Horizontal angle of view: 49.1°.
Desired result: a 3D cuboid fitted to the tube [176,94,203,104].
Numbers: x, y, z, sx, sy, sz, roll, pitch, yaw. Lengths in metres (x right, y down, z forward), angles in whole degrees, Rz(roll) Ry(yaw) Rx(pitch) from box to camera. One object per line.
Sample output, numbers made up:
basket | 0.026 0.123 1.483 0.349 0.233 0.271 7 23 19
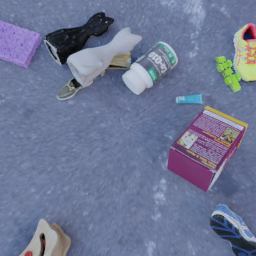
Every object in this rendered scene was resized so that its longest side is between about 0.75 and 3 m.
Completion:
tube | 2.269 -1.054 10.332 0.972 0.245 0.376 -3 84 -6

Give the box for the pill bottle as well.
pill bottle | 0.783 -2.146 10.157 1.893 1.070 1.070 -42 80 -9

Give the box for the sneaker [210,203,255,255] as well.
sneaker | 3.568 3.365 8.839 0.895 0.910 2.364 -35 98 34

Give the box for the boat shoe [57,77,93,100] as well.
boat shoe | -1.998 -1.576 10.333 1.509 0.451 0.539 -32 78 -8

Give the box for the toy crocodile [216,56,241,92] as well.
toy crocodile | 3.737 -2.029 10.487 0.510 0.467 1.512 -26 82 -9

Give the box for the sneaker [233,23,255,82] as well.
sneaker | 4.447 -2.815 10.358 0.882 1.019 2.257 -4 77 -3

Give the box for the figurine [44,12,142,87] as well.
figurine | -1.202 -3.052 10.061 2.681 1.183 2.748 -38 56 -14

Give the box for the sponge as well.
sponge | -4.796 -3.366 10.833 2.518 0.376 1.405 19 77 5

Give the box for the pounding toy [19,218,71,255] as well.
pounding toy | -2.706 4.315 8.743 1.493 1.498 2.611 7 64 30

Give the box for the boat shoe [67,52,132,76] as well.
boat shoe | -1.039 -2.376 10.388 2.386 0.855 0.908 -8 88 -2

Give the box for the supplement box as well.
supplement box | 2.506 0.601 8.852 1.507 1.188 2.303 31 55 26
